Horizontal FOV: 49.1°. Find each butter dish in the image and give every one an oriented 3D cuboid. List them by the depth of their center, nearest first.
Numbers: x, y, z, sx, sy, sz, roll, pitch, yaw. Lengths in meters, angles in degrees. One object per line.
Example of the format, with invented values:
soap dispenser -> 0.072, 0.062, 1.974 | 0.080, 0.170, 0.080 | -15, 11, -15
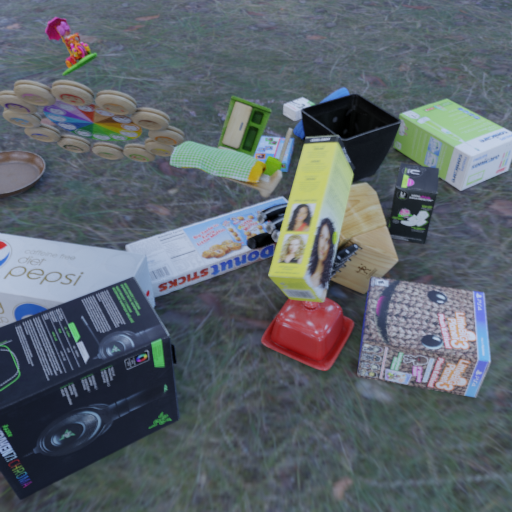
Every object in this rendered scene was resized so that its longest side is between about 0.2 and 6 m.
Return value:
butter dish -> 0.927, 1.092, 9.769 | 1.350, 1.001, 1.354 | 20, 46, 22

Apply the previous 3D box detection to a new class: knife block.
knife block -> 1.130, -0.621, 10.646 | 2.925, 1.066, 3.332 | 25, 36, -21

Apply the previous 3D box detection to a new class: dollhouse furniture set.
dollhouse furniture set -> -0.213, -1.771, 8.429 | 1.457, 1.125, 2.914 | 19, 13, -2

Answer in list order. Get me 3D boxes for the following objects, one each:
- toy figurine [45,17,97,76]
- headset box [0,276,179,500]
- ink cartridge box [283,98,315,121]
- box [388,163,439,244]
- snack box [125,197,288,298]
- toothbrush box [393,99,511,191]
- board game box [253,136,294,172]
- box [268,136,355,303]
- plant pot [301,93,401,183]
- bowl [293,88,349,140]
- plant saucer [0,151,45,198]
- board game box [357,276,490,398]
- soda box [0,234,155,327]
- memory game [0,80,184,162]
toy figurine -> -3.728, -4.239, 11.092 | 0.800, 0.981, 1.066 | -41, 24, -25
headset box -> -2.424, 1.824, 7.893 | 2.687, 2.339, 1.246 | -22, 51, -24
ink cartridge box -> 1.250, -4.290, 16.379 | 0.765, 0.321, 0.557 | -27, 48, -28
box -> 3.353, -1.125, 12.001 | 0.848, 1.364, 1.013 | 11, 43, 12
snack box -> -0.719, -0.257, 11.705 | 3.722, 0.452, 1.338 | -19, 45, -20
toothbrush box -> 5.013, -2.892, 14.244 | 1.763, 1.042, 2.422 | -23, 45, -24
board game box -> 0.062, -2.700, 14.583 | 1.695, 0.310, 1.282 | 7, 42, 8
box -> 0.675, -0.441, 6.444 | 0.461, 0.693, 1.841 | 2, 65, 29
plant pot -> 2.217, -2.752, 13.716 | 1.750, 1.552, 1.745 | -21, 45, -23
bowl -> 1.773, -3.711, 14.824 | 1.763, 1.763, 0.346 | -36, 87, -34
plant saucer -> -6.173, -1.967, 13.762 | 1.965, 0.315, 1.965 | 0, 42, 0
board game box -> 2.804, 1.332, 9.528 | 1.956, 0.947, 1.560 | 8, 42, 10
soda box -> -4.105, 0.609, 10.049 | 4.260, 1.356, 1.451 | 8, 42, 9
memory game -> -2.693, -2.138, 9.314 | 3.018, 3.018, 0.192 | 6, 80, 7
